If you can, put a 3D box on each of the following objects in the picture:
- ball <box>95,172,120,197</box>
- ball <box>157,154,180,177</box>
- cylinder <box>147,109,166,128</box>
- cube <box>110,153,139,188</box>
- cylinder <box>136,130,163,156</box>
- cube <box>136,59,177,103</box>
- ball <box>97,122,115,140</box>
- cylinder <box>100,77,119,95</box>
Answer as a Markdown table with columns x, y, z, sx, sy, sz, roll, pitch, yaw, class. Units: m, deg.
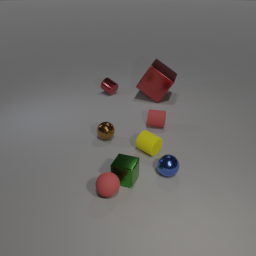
| x | y | z | sx | sy | sz | roll | pitch | yaw | class |
| --- | --- | --- | --- | --- | --- | --- | --- | --- | --- |
| -0.578 | 1.613 | 8.000 | 0.700 | 0.700 | 0.700 | 0 | 28 | 0 | ball |
| 1.269 | 1.181 | 8.827 | 0.700 | 0.700 | 0.700 | 0 | 28 | 0 | ball |
| 1.193 | -0.400 | 11.692 | 0.700 | 0.700 | 0.700 | 6 | 29 | 10 | cylinder |
| -0.085 | 1.303 | 8.594 | 0.700 | 0.700 | 0.700 | 10 | 30 | 18 | cube |
| 0.753 | 0.532 | 9.946 | 0.700 | 0.700 | 0.700 | 29 | 39 | 31 | cylinder |
| 1.473 | -2.411 | 14.206 | 1.400 | 1.400 | 1.400 | 36 | 32 | -3 | cube |
| -0.857 | 0.103 | 10.799 | 0.700 | 0.700 | 0.700 | 0 | 28 | 0 | ball |
| -0.985 | -2.219 | 14.922 | 0.700 | 0.700 | 0.700 | 37 | 42 | 19 | cylinder |
